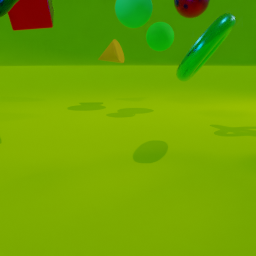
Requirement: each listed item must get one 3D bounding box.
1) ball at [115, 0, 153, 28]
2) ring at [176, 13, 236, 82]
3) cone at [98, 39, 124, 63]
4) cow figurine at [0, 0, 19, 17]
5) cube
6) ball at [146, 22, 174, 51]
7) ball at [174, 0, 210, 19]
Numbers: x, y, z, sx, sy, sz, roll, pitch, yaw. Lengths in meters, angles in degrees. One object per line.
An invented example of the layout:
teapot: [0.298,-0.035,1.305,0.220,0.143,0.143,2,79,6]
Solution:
ball: [0.213,-4.361,10.202,1.356,1.356,1.356,0,14,0]
ring: [1.476,-1.515,5.383,0.299,1.494,1.494,41,23,6]
cone: [-0.813,-2.979,11.506,0.992,0.988,0.988,-16,7,22]
cow figurine: [-1.791,-2.219,3.802,1.309,0.718,1.288,33,68,16]
cube: [-2.023,-2.592,5.780,0.820,0.820,0.820,-7,43,-7]
ball: [1.024,-2.921,8.960,0.890,0.890,0.890,0,14,0]
ball: [2.172,-4.378,9.541,1.206,1.206,1.206,0,14,0]
